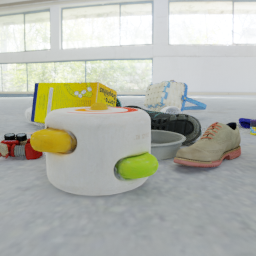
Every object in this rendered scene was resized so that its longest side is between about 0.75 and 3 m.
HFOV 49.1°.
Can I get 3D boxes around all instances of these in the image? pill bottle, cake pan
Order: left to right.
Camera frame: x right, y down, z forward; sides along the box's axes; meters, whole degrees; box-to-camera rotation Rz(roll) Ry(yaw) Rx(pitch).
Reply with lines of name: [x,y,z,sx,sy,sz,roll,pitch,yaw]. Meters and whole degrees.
pill bottle: [-4.049,-0.558,12.415,0.808,0.808,1.414,-6,11,-37]
cake pan: [0.331,0.401,7.187,2.251,0.413,2.251,0,8,0]

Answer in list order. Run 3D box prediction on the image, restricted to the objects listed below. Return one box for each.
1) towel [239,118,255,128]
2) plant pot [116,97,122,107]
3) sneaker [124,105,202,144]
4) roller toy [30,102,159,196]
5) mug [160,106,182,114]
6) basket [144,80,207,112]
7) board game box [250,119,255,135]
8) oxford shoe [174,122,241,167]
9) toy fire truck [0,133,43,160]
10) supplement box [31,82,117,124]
towel: [5.111,-0.174,11.693,0.940,0.316,1.274,10,11,18]
plant pot: [-1.050,-0.932,13.667,1.342,1.342,1.314,-2,0,-11]
sneaker: [0.881,-0.008,8.734,2.876,1.084,1.140,12,0,25]
roller toy: [-0.531,0.240,4.926,1.984,1.387,1.810,0,8,-3]
mug: [1.861,-0.430,11.995,1.128,0.833,0.989,29,-5,-13]
basket: [2.417,-1.428,14.655,2.702,1.879,2.382,22,-11,-29]
board game box: [5.500,-0.047,9.746,1.971,0.559,1.629,-7,11,-41]
oxford shoe: [1.774,0.310,6.178,0.832,0.883,2.362,7,11,41]
toy fire truck: [-2.478,0.452,6.335,0.957,0.699,1.087,0,19,-4]
supplement box: [-2.083,-0.859,10.893,2.863,1.568,1.558,4,-4,23]
